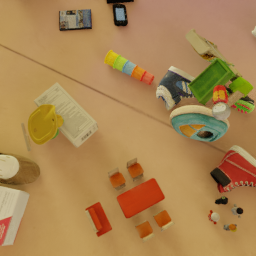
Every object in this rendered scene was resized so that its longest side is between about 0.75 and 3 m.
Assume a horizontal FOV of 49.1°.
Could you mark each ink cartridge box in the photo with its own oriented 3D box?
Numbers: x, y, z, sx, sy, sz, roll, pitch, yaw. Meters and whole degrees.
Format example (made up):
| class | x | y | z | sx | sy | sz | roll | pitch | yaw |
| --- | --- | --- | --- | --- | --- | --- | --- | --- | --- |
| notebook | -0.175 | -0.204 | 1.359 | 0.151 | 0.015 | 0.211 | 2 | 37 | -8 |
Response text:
| class | x | y | z | sx | sy | sz | roll | pitch | yaw |
| --- | --- | --- | --- | --- | --- | --- | --- | --- | --- |
| ink cartridge box | -3.935 | 2.235 | 7.584 | 1.963 | 0.819 | 1.425 | 11 | 72 | 4 |

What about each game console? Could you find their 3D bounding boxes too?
| class | x | y | z | sx | sy | sz | roll | pitch | yaw |
| --- | --- | --- | --- | --- | --- | --- | --- | --- | --- |
| game console | -0.253 | -4.420 | 10.164 | 1.016 | 0.208 | 1.722 | -6 | 72 | -2 |

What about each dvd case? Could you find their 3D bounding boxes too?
| class | x | y | z | sx | sy | sz | roll | pitch | yaw |
| --- | --- | --- | --- | --- | --- | --- | --- | --- | --- |
| dvd case | -1.882 | -3.870 | 10.034 | 1.156 | 0.101 | 0.825 | -4 | 72 | -2 |

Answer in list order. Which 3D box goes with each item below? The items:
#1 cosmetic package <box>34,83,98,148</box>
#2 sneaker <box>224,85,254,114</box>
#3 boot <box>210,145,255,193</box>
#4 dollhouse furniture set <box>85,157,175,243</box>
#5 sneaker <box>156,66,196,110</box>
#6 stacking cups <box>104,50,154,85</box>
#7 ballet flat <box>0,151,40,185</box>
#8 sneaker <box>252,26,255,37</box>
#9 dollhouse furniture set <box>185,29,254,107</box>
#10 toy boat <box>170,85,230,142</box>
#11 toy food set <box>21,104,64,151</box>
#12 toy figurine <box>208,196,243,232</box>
| class | x | y | z | sx | sy | sz | roll | pitch | yaw |
| --- | --- | --- | --- | --- | --- | --- | --- | --- | --- |
| cosmetic package | -1.872 | -0.392 | 8.560 | 0.949 | 0.670 | 1.833 | -42 | 75 | -13 |
| sneaker | 3.340 | -1.008 | 8.914 | 1.453 | 0.557 | 0.608 | 37 | 54 | 10 |
| boot | 3.359 | 1.594 | 7.904 | 1.927 | 0.698 | 1.390 | 39 | 76 | 20 |
| dollhouse furniture set | -0.032 | 2.049 | 7.433 | 2.042 | 1.063 | 2.064 | -26 | 70 | -11 |
| sneaker | 1.739 | -1.024 | 8.874 | 1.730 | 0.697 | 1.267 | 28 | 97 | -11 |
| stacking cups | 0.044 | -1.921 | 9.219 | 1.701 | 0.515 | 0.515 | 32 | 74 | 6 |
| ballet flat | -3.888 | 0.956 | 7.939 | 2.696 | 0.975 | 0.914 | 18 | 73 | 6 |
| sneaker | 5.196 | -3.815 | 9.663 | 0.900 | 0.790 | 2.246 | 40 | 76 | 15 |
| dollhouse furniture set | 2.519 | -1.801 | 8.795 | 1.180 | 1.540 | 2.351 | -47 | 49 | 29 |
| toy boat | 2.112 | -0.229 | 7.713 | 1.744 | 2.075 | 0.964 | 13 | 58 | -8 |
| toy food set | -2.432 | -0.053 | 8.283 | 1.714 | 0.560 | 1.008 | -28 | 79 | 36 |
| toy figurine | 2.688 | 2.358 | 7.682 | 0.802 | 0.567 | 0.815 | 32 | 74 | 10 |
